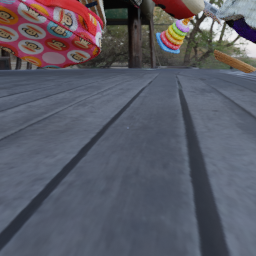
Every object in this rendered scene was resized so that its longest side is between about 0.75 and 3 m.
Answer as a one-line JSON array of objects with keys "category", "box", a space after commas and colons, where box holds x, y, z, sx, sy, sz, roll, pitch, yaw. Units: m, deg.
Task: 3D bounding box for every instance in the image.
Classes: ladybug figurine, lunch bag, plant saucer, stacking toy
[{"category": "ladybug figurine", "box": [0.631, -2.134, 4.317, 1.457, 0.524, 0.989, 19, 37, -41]}, {"category": "lunch bag", "box": [-1.848, -2.280, 6.136, 2.266, 1.054, 2.573, -8, -18, 39]}, {"category": "plant saucer", "box": [3.615, -2.246, 9.622, 1.516, 0.284, 1.516, 22, 19, -8]}, {"category": "stacking toy", "box": [1.809, -3.487, 9.929, 0.866, 0.916, 1.579, -1, -31, -35]}]

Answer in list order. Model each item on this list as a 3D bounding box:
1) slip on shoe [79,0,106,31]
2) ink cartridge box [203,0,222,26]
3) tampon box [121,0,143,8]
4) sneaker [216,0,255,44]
[{"category": "slip on shoe", "box": [-1.127, -3.970, 8.480, 0.768, 2.020, 0.612, -18, 32, -2]}, {"category": "ink cartridge box", "box": [2.986, -4.094, 9.941, 0.883, 0.310, 1.087, 45, 24, 23]}, {"category": "tampon box", "box": [-0.184, -2.572, 4.631, 0.984, 0.621, 0.738, 32, 9, 24]}, {"category": "sneaker", "box": [3.566, -2.677, 7.168, 1.487, 1.040, 2.991, 34, 19, -23]}]
